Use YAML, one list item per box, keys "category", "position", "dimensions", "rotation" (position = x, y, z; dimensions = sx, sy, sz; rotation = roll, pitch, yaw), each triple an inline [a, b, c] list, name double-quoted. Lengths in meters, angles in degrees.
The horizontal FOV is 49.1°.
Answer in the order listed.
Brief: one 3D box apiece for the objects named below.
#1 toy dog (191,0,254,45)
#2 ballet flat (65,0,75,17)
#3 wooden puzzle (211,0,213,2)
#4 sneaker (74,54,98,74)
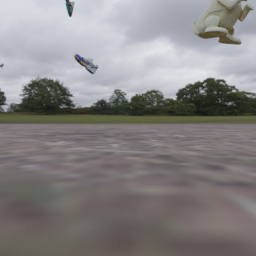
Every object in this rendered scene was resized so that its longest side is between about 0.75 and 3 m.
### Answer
- category: "toy dog"
  position: [2.416, -2.998, 7.069]
  dimensions: [1.059, 1.518, 1.472]
  rotation: [11, 9, -34]
- category: "ballet flat"
  position: [-1.834, -3.967, 8.707]
  dimensions: [0.343, 0.953, 0.343]
  rotation: [-14, 26, 7]
- category: "wooden puzzle"
  position: [3.051, -4.298, 9.286]
  dimensions: [1.066, 0.215, 1.152]
  rotation: [-35, -9, -32]
- category: "sneaker"
  position: [-1.763, -2.812, 11.883]
  dimensions: [1.141, 0.503, 0.430]
  rotation: [40, -4, -31]
